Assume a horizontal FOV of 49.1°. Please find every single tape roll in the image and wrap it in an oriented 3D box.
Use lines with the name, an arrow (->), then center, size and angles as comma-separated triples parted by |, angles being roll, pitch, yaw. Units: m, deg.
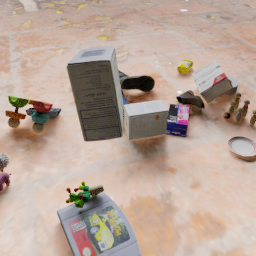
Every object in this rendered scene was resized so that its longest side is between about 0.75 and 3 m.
tape roll -> 4.661, -2.070, 13.501 | 1.194, 0.394, 1.194 | -1, 39, 0

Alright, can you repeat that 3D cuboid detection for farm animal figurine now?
farm animal figurine -> -5.041, 1.082, 8.687 | 2.481, 1.247, 2.003 | -10, 36, -25

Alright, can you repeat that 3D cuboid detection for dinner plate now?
dinner plate -> 4.216, 0.687, 10.282 | 1.100, 0.133, 1.100 | 1, 38, -1

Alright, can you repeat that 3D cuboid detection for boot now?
boot -> -0.110, -2.436, 13.717 | 2.105, 0.840, 2.315 | 1, 17, -33
boot -> 2.740, -1.142, 12.312 | 0.742, 0.572, 1.530 | -20, 32, -8

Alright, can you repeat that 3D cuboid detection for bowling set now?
bowling set -> 4.519, -0.742, 11.505 | 1.065, 0.821, 1.530 | -15, 41, -18

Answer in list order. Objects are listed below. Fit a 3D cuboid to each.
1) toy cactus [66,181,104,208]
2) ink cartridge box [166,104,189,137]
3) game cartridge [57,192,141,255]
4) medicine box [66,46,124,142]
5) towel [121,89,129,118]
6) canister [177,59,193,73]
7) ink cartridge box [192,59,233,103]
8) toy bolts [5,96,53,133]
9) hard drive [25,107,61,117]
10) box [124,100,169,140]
toy cactus -> -1.234, 1.845, 8.103 | 1.064, 0.659, 1.289 | -19, 1, -2
ink cartridge box -> 2.026, -0.355, 11.456 | 0.851, 0.333, 1.798 | 7, 42, 10
game cartridge -> -0.734, 2.821, 7.392 | 1.641, 0.504, 2.465 | -16, 41, -25
medicine box -> -0.732, -0.941, 7.272 | 1.021, 1.984, 1.807 | -6, 26, 3
towel -> -0.673, -1.142, 12.241 | 1.232, 0.536, 2.207 | -9, 39, -12
canister -> 3.063, -3.313, 15.067 | 0.651, 0.380, 0.877 | 18, 44, 21
ink cartridge box -> 3.833, -2.176, 12.867 | 1.305, 0.758, 1.809 | -32, 34, 22
toy bolts -> -3.794, -0.488, 11.278 | 1.799, 1.248, 1.719 | 13, 3, 28
hard drive -> -3.475, -0.672, 11.594 | 1.302, 0.276, 0.878 | 1, 12, -4
box -> 0.667, -0.309, 10.687 | 1.518, 1.156, 0.807 | -8, 38, -11
